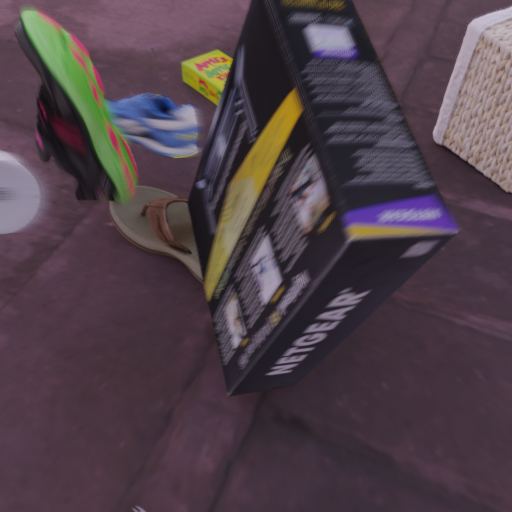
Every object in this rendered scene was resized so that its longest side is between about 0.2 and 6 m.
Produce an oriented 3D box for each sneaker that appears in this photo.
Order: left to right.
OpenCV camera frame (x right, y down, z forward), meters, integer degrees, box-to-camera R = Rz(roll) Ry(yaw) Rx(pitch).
[{"bbox_3d":[-2.885,-2.036,8.529,1.321,3.152,1.210,-13,37,5],"label":"sneaker"},{"bbox_3d":[-2.133,-2.676,10.646,2.454,1.009,0.907,21,34,17],"label":"sneaker"}]

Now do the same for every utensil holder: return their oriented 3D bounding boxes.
[{"bbox_3d":[-3.435,-0.865,7.341,1.015,1.015,1.195,-28,27,-24],"label":"utensil holder"}]

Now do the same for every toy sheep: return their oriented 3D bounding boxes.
[{"bbox_3d":[-1.882,-3.039,12.783,1.097,0.756,0.756,-6,47,-15],"label":"toy sheep"}]

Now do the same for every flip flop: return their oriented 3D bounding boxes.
[{"bbox_3d":[-1.272,-0.479,10.192,3.486,1.004,1.414,34,55,27],"label":"flip flop"}]

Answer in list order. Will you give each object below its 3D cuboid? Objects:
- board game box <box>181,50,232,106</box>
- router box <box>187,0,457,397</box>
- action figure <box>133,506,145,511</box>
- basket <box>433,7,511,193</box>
[{"bbox_3d":[-0.767,-4.372,14.148,1.162,0.545,2.288,-30,54,-25],"label":"board game box"},{"bbox_3d":[0.294,-0.544,7.080,1.124,4.305,3.385,-3,62,-21],"label":"router box"},{"bbox_3d":[-1.578,3.708,6.640,1.568,0.544,1.020,-33,48,-31],"label":"action figure"},{"bbox_3d":[5.804,-3.391,11.609,2.937,2.964,2.384,-23,53,-20],"label":"basket"}]
